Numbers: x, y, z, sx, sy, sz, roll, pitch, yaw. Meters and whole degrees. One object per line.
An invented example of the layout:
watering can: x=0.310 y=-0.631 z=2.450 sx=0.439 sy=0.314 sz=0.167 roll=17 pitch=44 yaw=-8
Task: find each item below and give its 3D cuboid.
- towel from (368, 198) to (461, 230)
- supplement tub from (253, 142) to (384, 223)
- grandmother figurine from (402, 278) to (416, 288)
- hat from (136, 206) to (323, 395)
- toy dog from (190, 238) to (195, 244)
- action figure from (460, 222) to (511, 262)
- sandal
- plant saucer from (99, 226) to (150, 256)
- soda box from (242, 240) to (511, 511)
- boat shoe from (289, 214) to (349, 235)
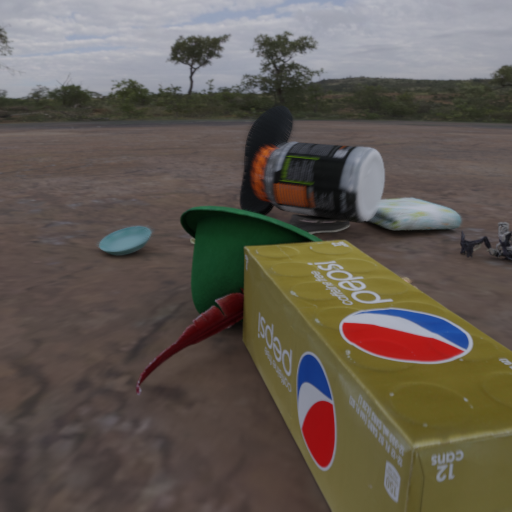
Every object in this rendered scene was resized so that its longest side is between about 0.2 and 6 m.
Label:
towel: x=3.210 y=-0.888 z=12.107 sx=1.570 sy=0.442 sz=1.835 roll=-6 pitch=17 yaw=-19
supplement tub: x=1.245 y=-1.546 z=11.429 sx=2.406 sy=1.474 sz=1.474 roll=12 pitch=21 yaw=31
grandmother figurine: x=1.994 y=0.559 z=7.517 sx=0.571 sy=0.285 sz=0.942 roll=41 pitch=21 yaw=10
hat: x=-0.333 y=0.799 z=7.056 sx=2.614 sy=2.301 sz=2.165 roll=24 pitch=-17 yaw=-28
toy dog: x=-0.999 y=-0.398 z=10.846 sx=0.434 sy=0.312 sz=0.448 roll=18 pitch=21 yaw=15
action figure: x=4.268 y=-0.242 z=9.753 sx=1.315 sy=0.671 sz=0.782 roll=4 pitch=7 yaw=17
sandal: x=0.235 y=-2.205 z=13.261 sx=1.062 sy=2.826 sz=0.676 roll=7 pitch=-15 yaw=26
plant saucer: x=-2.381 y=-0.250 z=10.274 sx=0.951 sy=0.171 sz=0.951 roll=-10 pitch=28 yaw=5
soda box: x=0.900 y=0.947 z=4.890 sx=1.294 sy=1.223 sz=3.821 roll=-3 pitch=17 yaw=-14
boat shoe: x=1.356 y=-0.724 z=11.655 sx=1.518 sy=0.433 sz=0.508 roll=-11 pitch=19 yaw=-31
